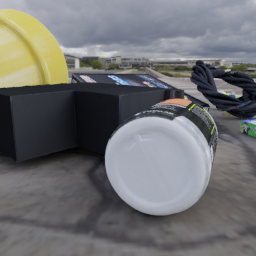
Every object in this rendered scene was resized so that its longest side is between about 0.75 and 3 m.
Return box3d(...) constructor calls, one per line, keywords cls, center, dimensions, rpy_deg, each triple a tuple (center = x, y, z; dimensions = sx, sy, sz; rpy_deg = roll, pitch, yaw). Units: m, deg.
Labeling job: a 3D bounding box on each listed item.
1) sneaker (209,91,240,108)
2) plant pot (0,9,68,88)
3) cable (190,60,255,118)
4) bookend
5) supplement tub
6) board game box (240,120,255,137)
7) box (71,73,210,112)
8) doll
box3d(cls="sneaker", center=(3.950, -0.949, 10.620), dimensions=(0.958, 0.691, 1.824), rpy_deg=(7, 14, -31))
box3d(cls="plant pot", center=(-3.347, -1.080, 6.534), dimensions=(2.918, 2.918, 2.746), rpy_deg=(5, 29, 21))
box3d(cls="cable", center=(2.861, -1.216, 7.957), dimensions=(2.302, 0.717, 2.822), rpy_deg=(29, 34, 5))
box3d(cls="bookend", center=(-0.882, -0.062, 4.803), dimensions=(2.657, 1.224, 2.641), rpy_deg=(12, 18, 41))
box3d(cls="supplement tub", center=(0.560, 0.224, 3.652), dimensions=(1.136, 1.136, 1.853), rpy_deg=(5, 13, 21))
box3d(cls="board game box", center=(4.022, 0.052, 6.417), dimensions=(2.263, 0.329, 1.523), rpy_deg=(-3, 13, -15))
box3d(cls="box", center=(0.247, -0.793, 7.783), dimensions=(2.830, 0.708, 2.852), rpy_deg=(-6, 30, -33))
box3d(cls="doll", center=(3.800, -0.795, 8.968), dimensions=(2.021, 0.490, 1.379), rpy_deg=(-20, 47, -15))
